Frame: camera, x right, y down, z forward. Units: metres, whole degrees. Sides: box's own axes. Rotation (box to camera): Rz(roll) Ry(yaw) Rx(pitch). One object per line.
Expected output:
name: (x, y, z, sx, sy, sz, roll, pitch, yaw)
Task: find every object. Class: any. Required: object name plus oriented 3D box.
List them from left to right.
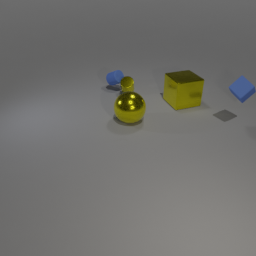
cylinder: (-0.684, -2.679, 14.950, 0.700, 0.700, 0.700, -7, 19, 44)
cylinder: (-0.029, -2.215, 14.581, 0.700, 0.700, 0.700, -1, 66, 3)
ball: (0.081, -0.888, 12.106, 1.400, 1.400, 1.400, 0, 32, 0)
cube: (2.676, -1.880, 13.679, 1.400, 1.400, 1.400, -11, 33, -17)
cube: (4.617, -1.556, 11.313, 0.700, 0.700, 0.700, 54, 16, 26)
